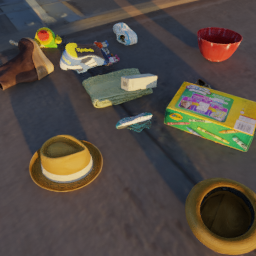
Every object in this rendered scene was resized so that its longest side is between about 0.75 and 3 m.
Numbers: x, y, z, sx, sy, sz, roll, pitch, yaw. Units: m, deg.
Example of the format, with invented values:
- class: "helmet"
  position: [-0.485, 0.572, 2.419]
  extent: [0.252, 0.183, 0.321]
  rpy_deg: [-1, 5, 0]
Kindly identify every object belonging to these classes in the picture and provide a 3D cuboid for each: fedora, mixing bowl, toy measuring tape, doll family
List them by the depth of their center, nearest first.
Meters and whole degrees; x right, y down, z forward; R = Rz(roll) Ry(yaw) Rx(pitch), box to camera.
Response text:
- class: "fedora"
  position: [2.378, 2.233, 6.976]
  extent: [2.084, 0.850, 2.084]
  rpy_deg: [0, 44, 0]
- class: "fedora"
  position: [-1.874, 0.844, 8.356]
  extent: [2.218, 0.905, 2.218]
  rpy_deg: [1, 45, 0]
- class: "doll family"
  position: [-1.175, -3.264, 12.818]
  extent: [0.978, 0.710, 1.575]
  rpy_deg: [-22, 65, -31]
- class: "mixing bowl"
  position: [4.078, -3.743, 12.833]
  extent: [1.992, 1.079, 1.992]
  rpy_deg: [0, 39, 0]
- class: "toy measuring tape"
  position: [-4.501, -4.464, 13.725]
  extent: [2.550, 0.938, 0.938]
  rpy_deg: [4, 45, 4]

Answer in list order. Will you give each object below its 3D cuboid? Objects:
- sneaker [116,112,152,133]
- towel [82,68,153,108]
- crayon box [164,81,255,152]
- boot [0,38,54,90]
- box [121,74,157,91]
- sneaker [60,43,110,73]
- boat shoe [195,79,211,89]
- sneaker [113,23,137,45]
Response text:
- class: "sneaker"
  position: [0.236, -0.086, 9.276]
  extent: [1.274, 0.581, 0.494]
  rpy_deg: [-14, 21, -11]
- class: "towel"
  position: [-0.441, -1.688, 11.244]
  extent: [2.490, 0.454, 1.848]
  rpy_deg: [-17, 46, -17]
- class: "crayon box"
  position: [2.933, -0.486, 9.735]
  extent: [2.892, 0.842, 1.717]
  rpy_deg: [21, 48, 20]
- class: "boot"
  position: [-4.829, -2.844, 12.001]
  extent: [2.354, 1.024, 2.830]
  rpy_deg: [-28, 54, -27]
- class: "box"
  position: [0.419, -1.727, 10.498]
  extent: [1.331, 0.455, 0.547]
  rpy_deg: [-12, 26, -32]
- class: "sneaker"
  position: [-1.739, -2.782, 11.286]
  extent: [2.440, 1.003, 0.902]
  rpy_deg: [-12, 62, -52]
- class: "boat shoe"
  position: [3.031, -1.488, 11.037]
  extent: [0.480, 0.455, 1.268]
  rpy_deg: [-17, 47, -17]
- class: "sneaker"
  position: [-0.303, -4.804, 14.245]
  extent: [0.740, 0.701, 1.831]
  rpy_deg: [-24, 48, -24]
